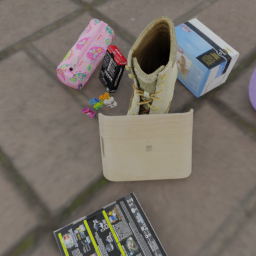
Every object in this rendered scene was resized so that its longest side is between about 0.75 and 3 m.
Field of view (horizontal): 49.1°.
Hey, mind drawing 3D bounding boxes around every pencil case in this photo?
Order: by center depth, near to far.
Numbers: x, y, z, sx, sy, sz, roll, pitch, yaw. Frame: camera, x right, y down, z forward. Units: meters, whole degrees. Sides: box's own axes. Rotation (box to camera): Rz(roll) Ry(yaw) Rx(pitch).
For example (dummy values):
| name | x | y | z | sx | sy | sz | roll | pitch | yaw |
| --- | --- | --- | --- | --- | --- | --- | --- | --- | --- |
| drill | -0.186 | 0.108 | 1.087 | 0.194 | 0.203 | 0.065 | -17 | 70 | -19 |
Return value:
| name | x | y | z | sx | sy | sz | roll | pitch | yaw |
| --- | --- | --- | --- | --- | --- | --- | --- | --- | --- |
| pencil case | -1.167 | -2.055 | 7.797 | 0.893 | 0.893 | 2.042 | 24 | 69 | 14 |

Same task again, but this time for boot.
| name | x | y | z | sx | sy | sz | roll | pitch | yaw |
| --- | --- | --- | --- | --- | --- | --- | --- | --- | --- |
| boot | 0.416 | -0.657 | 6.090 | 1.023 | 2.195 | 2.839 | 17 | 81 | 11 |

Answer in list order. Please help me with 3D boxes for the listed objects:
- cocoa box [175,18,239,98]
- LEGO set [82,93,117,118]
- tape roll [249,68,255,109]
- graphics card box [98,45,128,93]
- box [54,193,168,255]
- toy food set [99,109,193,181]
| name | x | y | z | sx | sy | sz | roll | pitch | yaw |
| --- | --- | --- | --- | --- | --- | --- | --- | --- | --- |
| cocoa box | 1.874 | -1.936 | 7.705 | 1.127 | 1.145 | 1.718 | -30 | 64 | -20 |
| LEGO set | -0.634 | -0.580 | 7.190 | 1.055 | 0.433 | 0.402 | -17 | 45 | 36 |
| tape roll | 3.963 | -1.034 | 6.764 | 0.619 | 1.888 | 1.888 | 15 | 52 | -36 |
| graphics card box | -0.417 | -1.532 | 7.371 | 0.274 | 1.078 | 0.677 | -12 | 54 | -34 |
| box | -0.173 | 2.656 | 5.396 | 1.810 | 0.500 | 2.259 | -25 | 62 | -13 |
| toy food set | 0.433 | 0.354 | 6.304 | 2.106 | 1.511 | 0.636 | -3 | 18 | -2 |
